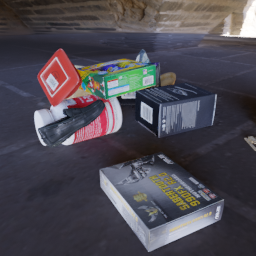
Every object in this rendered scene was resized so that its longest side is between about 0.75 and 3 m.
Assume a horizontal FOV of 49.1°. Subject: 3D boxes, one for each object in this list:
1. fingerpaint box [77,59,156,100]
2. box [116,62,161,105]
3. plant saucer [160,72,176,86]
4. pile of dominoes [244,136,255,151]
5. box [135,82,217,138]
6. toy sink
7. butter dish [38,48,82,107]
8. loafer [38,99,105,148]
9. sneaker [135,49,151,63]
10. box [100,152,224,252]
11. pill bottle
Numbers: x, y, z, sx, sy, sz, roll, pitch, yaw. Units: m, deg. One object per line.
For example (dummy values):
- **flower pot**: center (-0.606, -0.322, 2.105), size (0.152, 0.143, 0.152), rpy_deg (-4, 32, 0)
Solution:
- **fingerpaint box**: center (-0.459, -2.018, 10.983), size (2.427, 0.890, 2.025), rpy_deg (-20, 29, -31)
- **box**: center (0.482, -2.419, 14.946), size (2.108, 1.486, 2.849), rpy_deg (0, 27, 16)
- **plant saucer**: center (1.968, -2.433, 15.934), size (1.827, 0.323, 1.827), rpy_deg (-27, 32, 19)
- **pile of dominoes**: center (4.785, 0.602, 10.406), size (0.663, 0.135, 0.850), rpy_deg (-3, 33, -8)
- **box**: center (1.968, -0.858, 11.893), size (2.783, 1.452, 2.060), rpy_deg (-11, 27, -23)
- **toy sink**: center (-2.688, -2.461, 15.269), size (1.849, 1.589, 2.837), rpy_deg (16, 29, 31)
- **butter dish**: center (-2.132, -1.648, 9.567), size (1.486, 1.482, 1.099), rpy_deg (58, 25, 17)
- **loafer**: center (-1.764, -0.311, 9.027), size (2.378, 0.835, 0.807), rpy_deg (-37, 20, -22)
- **sneaker**: center (1.204, -3.532, 16.651), size (1.174, 2.721, 1.056), rpy_deg (22, 65, 23)
- **box**: center (0.734, 1.677, 7.290), size (2.112, 0.645, 2.667), rpy_deg (-12, 27, -25)
- **pill bottle**: center (-1.842, -0.325, 10.484), size (2.955, 1.659, 1.659), rpy_deg (-16, 29, -31)
